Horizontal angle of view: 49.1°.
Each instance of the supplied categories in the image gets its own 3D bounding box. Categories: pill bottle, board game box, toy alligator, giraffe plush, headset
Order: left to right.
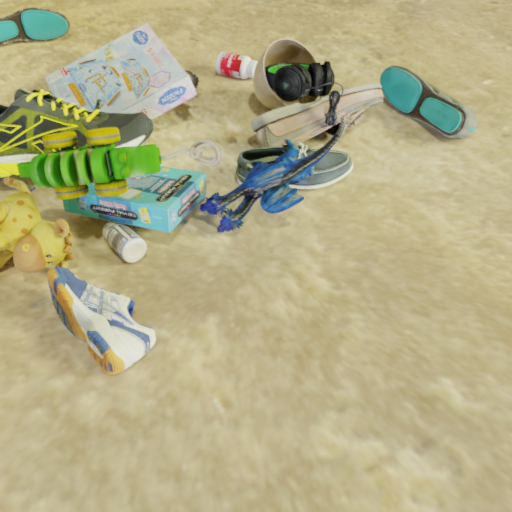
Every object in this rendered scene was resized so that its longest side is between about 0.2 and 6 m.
[{"bbox_3d":[-3.632,-0.248,8.937,1.393,1.482,1.718,33,72,14],"label":"giraffe plush"},{"bbox_3d":[-2.172,-1.371,8.330,3.301,0.979,0.896,-3,19,9],"label":"toy alligator"},{"bbox_3d":[-3.004,-3.691,12.149,2.678,0.552,2.684,-30,53,-4],"label":"board game box"},{"bbox_3d":[-2.246,-0.264,9.486,0.457,0.457,0.804,-30,47,-25],"label":"pill bottle"},{"bbox_3d":[-2.130,-1.132,9.988,2.044,0.480,1.543,12,34,15],"label":"board game box"},{"bbox_3d":[-0.446,-4.556,13.446,0.944,0.530,0.530,17,49,15],"label":"pill bottle"},{"bbox_3d":[1.037,-3.471,11.633,1.359,1.034,2.201,-15,35,-25],"label":"headset"}]

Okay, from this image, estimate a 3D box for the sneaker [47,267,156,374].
[{"bbox_3d":[-2.323,0.845,8.381,0.905,0.773,2.053,-29,62,-34],"label":"sneaker"}]

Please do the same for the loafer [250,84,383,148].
[{"bbox_3d":[1.361,-2.777,11.660,2.994,1.076,0.941,-19,93,-16],"label":"loafer"}]

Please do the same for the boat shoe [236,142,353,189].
[{"bbox_3d":[0.727,-1.765,10.643,2.251,0.695,0.820,-5,49,2],"label":"boat shoe"}]

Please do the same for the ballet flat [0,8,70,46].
[{"bbox_3d":[-6.163,-6.034,14.707,2.471,0.838,0.931,-14,32,-10],"label":"ballet flat"}]

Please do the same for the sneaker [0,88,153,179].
[{"bbox_3d":[-3.695,-2.350,10.244,3.547,1.501,1.321,-8,26,3],"label":"sneaker"}]

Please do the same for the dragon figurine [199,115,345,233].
[{"bbox_3d":[0.356,-1.271,9.521,2.822,0.831,1.403,-21,26,30],"label":"dragon figurine"}]

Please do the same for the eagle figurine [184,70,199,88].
[{"bbox_3d":[-1.842,-3.732,12.533,0.776,1.029,0.780,-8,76,-60],"label":"eagle figurine"}]

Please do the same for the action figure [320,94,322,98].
[{"bbox_3d":[1.286,-3.926,12.974,0.774,0.413,1.190,-14,45,-3],"label":"action figure"}]

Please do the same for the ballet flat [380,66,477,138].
[{"bbox_3d":[3.743,-3.329,12.268,0.812,0.859,2.549,-3,41,-42],"label":"ballet flat"}]

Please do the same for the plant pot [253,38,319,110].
[{"bbox_3d":[0.526,-3.808,12.277,1.534,1.534,1.030,-37,14,-29],"label":"plant pot"}]
